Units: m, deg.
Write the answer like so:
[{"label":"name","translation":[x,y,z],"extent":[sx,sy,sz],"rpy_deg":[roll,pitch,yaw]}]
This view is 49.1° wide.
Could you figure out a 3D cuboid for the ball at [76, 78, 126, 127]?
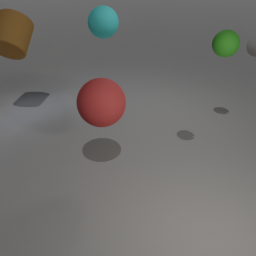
[{"label":"ball","translation":[-0.755,-0.719,7.962],"extent":[1.400,1.400,1.400],"rpy_deg":[0,29,0]}]

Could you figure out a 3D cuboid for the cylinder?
[{"label":"cylinder","translation":[-4.539,-3.621,10.932],"extent":[1.400,1.400,1.400],"rpy_deg":[6,74,11]}]

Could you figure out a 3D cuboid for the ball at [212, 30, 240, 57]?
[{"label":"ball","translation":[2.574,-2.219,7.364],"extent":[0.700,0.700,0.700],"rpy_deg":[0,29,0]}]

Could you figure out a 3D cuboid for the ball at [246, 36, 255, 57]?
[{"label":"ball","translation":[4.559,-2.879,9.884],"extent":[0.700,0.700,0.700],"rpy_deg":[0,29,0]}]

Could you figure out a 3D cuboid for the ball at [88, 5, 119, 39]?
[{"label":"ball","translation":[-1.118,-4.775,12.655],"extent":[1.400,1.400,1.400],"rpy_deg":[0,29,0]}]
